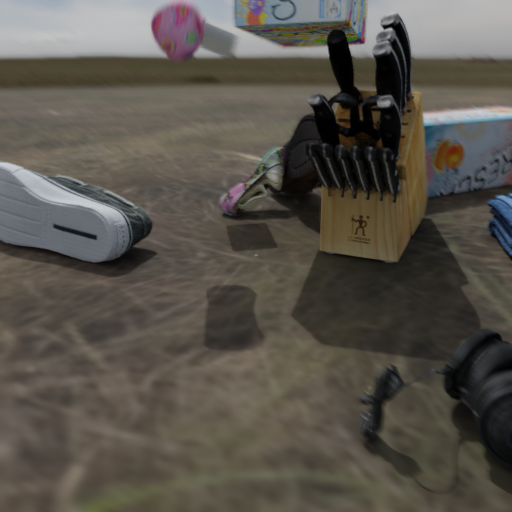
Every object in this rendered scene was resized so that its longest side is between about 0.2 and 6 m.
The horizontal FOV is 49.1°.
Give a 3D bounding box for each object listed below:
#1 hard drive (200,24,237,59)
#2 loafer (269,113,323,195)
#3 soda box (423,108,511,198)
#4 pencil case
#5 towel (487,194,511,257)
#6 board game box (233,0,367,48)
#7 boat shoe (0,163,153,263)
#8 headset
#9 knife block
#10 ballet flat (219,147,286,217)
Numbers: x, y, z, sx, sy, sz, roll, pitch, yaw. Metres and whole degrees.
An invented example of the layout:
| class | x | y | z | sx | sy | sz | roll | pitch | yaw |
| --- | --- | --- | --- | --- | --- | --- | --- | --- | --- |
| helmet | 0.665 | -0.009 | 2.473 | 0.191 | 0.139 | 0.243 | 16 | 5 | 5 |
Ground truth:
| class | x | y | z | sx | sy | sz | roll | pitch | yaw |
| --- | --- | --- | --- | --- | --- | --- | --- | --- | --- |
| hard drive | -0.714 | -3.630 | 9.440 | 0.748 | 0.149 | 1.134 | 20 | 5 | -8 |
| loafer | 1.103 | -1.788 | 10.263 | 1.072 | 1.103 | 3.020 | 9 | -4 | -13 |
| soda box | 4.216 | -2.267 | 12.037 | 4.702 | 1.495 | 1.608 | -11 | 23 | -26 |
| pencil case | -0.909 | -2.776 | 6.824 | 0.650 | 0.650 | 1.488 | -2 | 24 | -5 |
| towel | 5.152 | -0.416 | 8.080 | 3.166 | 0.768 | 1.767 | 3 | 21 | 6 |
| board game box | 0.738 | -3.743 | 7.708 | 1.401 | 1.427 | 2.721 | 4 | 16 | 15 |
| boat shoe | -3.001 | -0.641 | 8.544 | 3.179 | 1.146 | 1.127 | 22 | 19 | 23 |
| headset | 1.803 | 1.161 | 4.262 | 1.962 | 0.922 | 1.211 | 12 | 19 | -11 |
| knife block | 1.768 | -1.703 | 8.046 | 1.166 | 3.200 | 3.645 | 10 | 23 | 22 |
| ballet flat | 0.071 | -1.268 | 10.065 | 1.646 | 0.569 | 0.586 | -43 | 55 | -11 |
